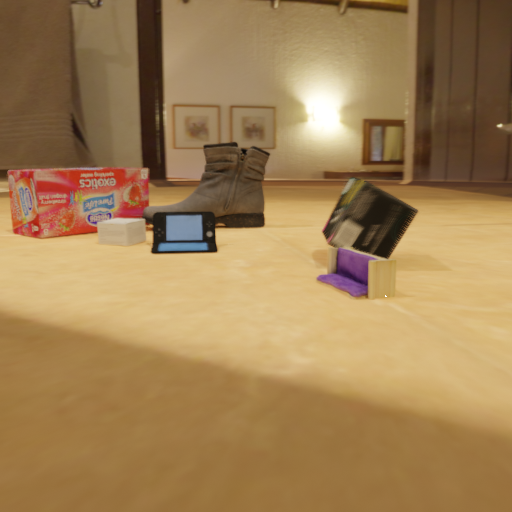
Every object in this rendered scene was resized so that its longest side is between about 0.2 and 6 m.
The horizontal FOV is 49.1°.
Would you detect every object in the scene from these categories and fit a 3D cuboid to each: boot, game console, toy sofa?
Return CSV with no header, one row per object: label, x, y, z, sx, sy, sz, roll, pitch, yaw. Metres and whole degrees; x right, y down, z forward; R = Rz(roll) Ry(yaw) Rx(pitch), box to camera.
boot,-1.325,-1.845,14.635,3.405,2.241,1.188,-4,12,-22
game console,-1.447,-0.476,11.277,1.303,1.146,0.758,-1,-18,-7
toy sofa,1.356,0.216,7.824,0.622,0.528,1.274,-2,10,-19

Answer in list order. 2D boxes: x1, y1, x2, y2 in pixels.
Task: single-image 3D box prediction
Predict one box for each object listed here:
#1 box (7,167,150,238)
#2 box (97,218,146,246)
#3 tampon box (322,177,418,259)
box,-4.369,-1.421,14.139,1.512,1.579,3.168,9,13,42
box,-2.888,-0.521,12.067,0.752,0.494,0.756,4,12,22
tampon box,1.889,-0.602,9.742,1.007,1.195,1.595,28,10,-3
